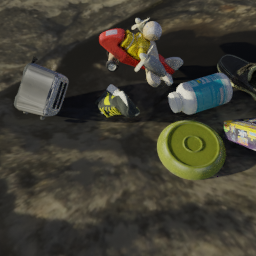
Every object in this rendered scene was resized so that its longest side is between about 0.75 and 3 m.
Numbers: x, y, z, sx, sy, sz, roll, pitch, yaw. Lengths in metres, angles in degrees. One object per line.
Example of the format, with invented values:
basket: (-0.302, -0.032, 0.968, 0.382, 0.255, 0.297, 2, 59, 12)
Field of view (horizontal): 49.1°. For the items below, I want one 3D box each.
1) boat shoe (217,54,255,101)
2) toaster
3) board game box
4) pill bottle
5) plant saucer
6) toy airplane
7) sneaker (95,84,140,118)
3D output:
boat shoe: (4.065, -1.635, 9.022, 1.054, 0.969, 2.949, -34, 57, -3)
toaster: (-2.607, -1.186, 8.622, 1.157, 1.018, 1.791, 20, 94, 7)
board game box: (3.802, 0.105, 7.548, 1.678, 2.030, 0.576, -7, 98, -3)
pill bottle: (2.226, -1.029, 8.767, 1.826, 1.012, 1.012, -17, 59, -11)
plant saucer: (1.873, 0.526, 8.195, 2.018, 0.314, 2.018, 0, 56, 0)
toy airplane: (0.680, -2.477, 8.964, 2.553, 1.802, 2.542, 45, 44, 18)
sneaker: (-0.360, -0.614, 8.353, 0.909, 0.800, 2.148, -42, 26, -1)
